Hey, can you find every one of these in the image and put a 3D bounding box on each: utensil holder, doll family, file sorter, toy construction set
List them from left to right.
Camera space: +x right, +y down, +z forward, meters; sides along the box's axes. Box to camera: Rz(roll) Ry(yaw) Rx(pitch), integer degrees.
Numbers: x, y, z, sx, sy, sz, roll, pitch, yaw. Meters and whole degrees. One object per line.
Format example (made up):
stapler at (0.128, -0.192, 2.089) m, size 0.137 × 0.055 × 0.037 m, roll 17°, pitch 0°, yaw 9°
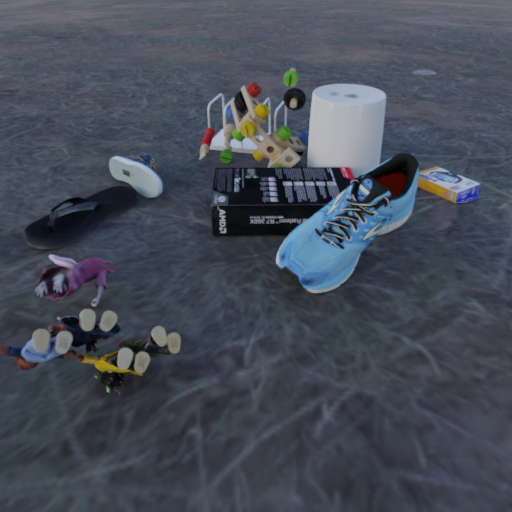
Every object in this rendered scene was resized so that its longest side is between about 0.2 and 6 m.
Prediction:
doll family at (-2.047, 1.171, 6.961) m, size 2.138 × 1.236 × 0.839 m, roll 25°, pitch 64°, yaw -27°
file sorter at (-0.200, -3.446, 14.575) m, size 1.890 × 1.177 × 1.312 m, roll 9°, pitch 33°, yaw 13°
toy construction set at (-0.057, -2.520, 12.712) m, size 2.661 × 2.219 × 2.045 m, roll -12°, pitch 40°, yaw 21°
utensil holder at (1.996, -2.624, 12.465) m, size 1.699 × 2.000 × 1.699 m, roll 1°, pitch 32°, yaw -1°

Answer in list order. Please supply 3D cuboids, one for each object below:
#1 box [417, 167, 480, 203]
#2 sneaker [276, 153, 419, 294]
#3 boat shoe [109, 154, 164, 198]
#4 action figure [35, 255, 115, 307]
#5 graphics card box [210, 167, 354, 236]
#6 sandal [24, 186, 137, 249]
box at (4.245, -1.570, 12.396) m, size 0.821 × 0.286 × 1.380 m, roll -21°, pitch 35°, yaw -30°
sneaker at (1.551, -0.718, 9.291) m, size 1.269 × 1.456 × 3.238 m, roll 39°, pitch 63°, yaw 19°
boat shoe at (-2.446, -1.886, 12.516) m, size 0.857 × 0.668 × 1.888 m, roll -23°, pitch 39°, yaw -37°
action figure at (-2.757, 0.234, 8.710) m, size 0.881 × 0.979 × 1.315 m, roll 25°, pitch 28°, yaw 25°
graphics card box at (0.574, -1.128, 11.230) m, size 2.926 × 0.744 × 1.836 m, roll 0°, pitch 32°, yaw -3°
sandal at (-3.482, -0.919, 11.054) m, size 1.015 × 0.572 × 2.669 m, roll 17°, pitch 35°, yaw 25°
